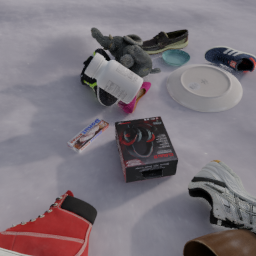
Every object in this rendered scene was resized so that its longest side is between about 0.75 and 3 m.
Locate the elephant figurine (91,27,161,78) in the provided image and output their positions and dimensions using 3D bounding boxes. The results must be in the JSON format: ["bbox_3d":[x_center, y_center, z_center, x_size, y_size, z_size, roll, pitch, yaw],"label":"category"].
[{"bbox_3d":[-0.123,-3.026,10.937,1.673,1.835,2.365,-30,54,5],"label":"elephant figurine"}]

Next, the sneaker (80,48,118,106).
[{"bbox_3d":[-1.134,-1.733,10.376,1.208,1.046,2.917,-27,45,20],"label":"sneaker"}]

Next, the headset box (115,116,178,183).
[{"bbox_3d":[0.482,0.629,7.881,1.437,0.725,1.933,-7,45,-7],"label":"headset box"}]

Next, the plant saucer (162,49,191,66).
[{"bbox_3d":[2.043,-2.965,11.924,1.199,0.215,1.199,0,44,0],"label":"plant saucer"}]

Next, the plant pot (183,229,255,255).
[{"bbox_3d":[2.037,2.601,5.656,1.344,1.256,1.256,-15,45,-30],"label":"plant pot"}]

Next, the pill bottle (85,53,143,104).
[{"bbox_3d":[-0.458,-1.577,8.800,1.673,0.957,0.957,32,45,-11],"label":"pill bottle"}]

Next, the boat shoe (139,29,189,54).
[{"bbox_3d":[1.556,-3.929,12.484,2.454,0.795,0.898,-16,47,-15],"label":"boat shoe"}]

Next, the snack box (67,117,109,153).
[{"bbox_3d":[-1.221,0.201,8.717,0.506,0.171,1.409,27,50,25],"label":"snack box"}]

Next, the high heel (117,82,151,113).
[{"bbox_3d":[0.411,-1.062,9.722,1.564,0.527,0.750,-35,48,-26],"label":"high heel"}]

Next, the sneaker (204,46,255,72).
[{"bbox_3d":[4.117,-2.720,11.261,2.095,0.785,0.885,11,41,11],"label":"sneaker"}]

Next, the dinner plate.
[{"bbox_3d":[2.848,-1.653,10.427,2.793,0.339,2.793,-1,48,2],"label":"dinner plate"}]

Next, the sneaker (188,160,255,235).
[{"bbox_3d":[2.534,2.027,6.446,1.213,1.047,2.768,-34,49,-12],"label":"sneaker"}]

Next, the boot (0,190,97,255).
[{"bbox_3d":[-2.151,2.187,6.159,2.772,1.004,2.000,10,44,-1],"label":"boot"}]
